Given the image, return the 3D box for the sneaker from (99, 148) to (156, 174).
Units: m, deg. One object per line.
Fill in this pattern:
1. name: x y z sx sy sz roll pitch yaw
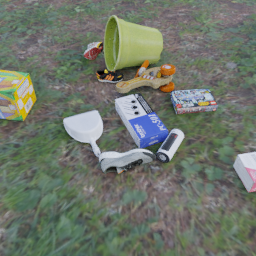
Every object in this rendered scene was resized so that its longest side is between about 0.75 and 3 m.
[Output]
1. sneaker: -0.010 1.136 9.148 1.848 0.683 0.733 -8 54 1

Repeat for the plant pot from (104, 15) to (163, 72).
1. plant pot: 0.292 -3.871 13.189 2.297 2.498 2.498 -3 43 -20

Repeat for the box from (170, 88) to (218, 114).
1. box: 2.699 -1.128 11.601 1.696 0.338 1.161 -5 45 -6

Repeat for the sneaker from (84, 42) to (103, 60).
1. sneaker: -1.851 -3.961 14.369 0.658 0.623 1.602 12 36 18

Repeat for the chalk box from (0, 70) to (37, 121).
1. chalk box: -5.088 -1.344 11.034 2.320 1.436 1.443 7 45 6

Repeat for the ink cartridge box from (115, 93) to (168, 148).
1. ink cartridge box: 0.454 -0.353 10.673 1.137 0.535 2.418 -17 47 -15

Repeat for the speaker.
1. speaker: 1.478 0.605 9.719 0.522 0.522 1.285 23 49 21

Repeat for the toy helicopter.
1. toy helicopter: 0.637 -2.153 12.168 2.691 1.062 1.780 -21 43 -20

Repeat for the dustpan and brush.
1. dustpan and brush: -1.405 0.239 10.162 1.413 0.580 2.025 -17 40 -18

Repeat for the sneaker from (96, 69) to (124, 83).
1. sneaker: -0.827 -2.377 12.574 1.264 0.569 0.442 2 61 15

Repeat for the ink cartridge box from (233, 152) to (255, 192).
1. ink cartridge box: 4.344 1.329 8.894 1.505 0.623 1.102 -7 45 -7
